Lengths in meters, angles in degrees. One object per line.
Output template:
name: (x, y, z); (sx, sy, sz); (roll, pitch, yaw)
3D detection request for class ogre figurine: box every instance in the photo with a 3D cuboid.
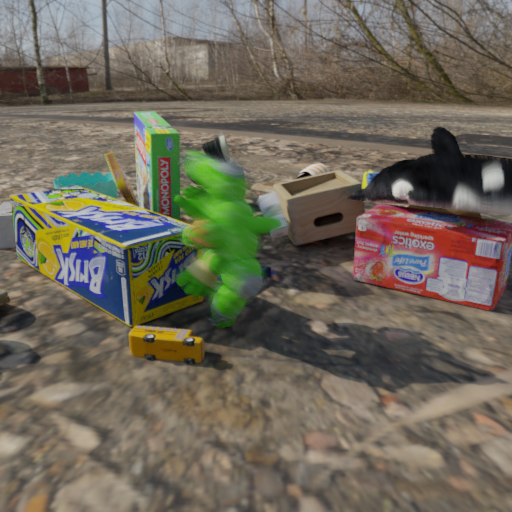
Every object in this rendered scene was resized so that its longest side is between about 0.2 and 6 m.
ogre figurine: (-0.510, -0.345, 8.249); (1.323, 2.696, 1.616); (13, -13, -23)

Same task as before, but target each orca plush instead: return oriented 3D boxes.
orca plush: (3.411, -1.596, 10.307); (2.104, 1.422, 3.999); (5, 5, -17)

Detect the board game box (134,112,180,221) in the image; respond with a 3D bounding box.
board game box: (-2.244, -1.645, 12.462); (0.583, 2.697, 4.008); (-4, 20, -15)

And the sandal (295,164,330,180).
sandal: (2.038, -2.618, 17.959); (1.002, 0.750, 2.616); (17, 26, 39)

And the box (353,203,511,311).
box: (3.181, -0.061, 10.171); (2.582, 1.287, 1.233); (12, 23, 30)

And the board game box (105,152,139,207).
board game box: (-2.801, -1.486, 11.901); (0.244, 0.778, 1.628); (-22, -17, -8)

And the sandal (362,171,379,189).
sandal: (3.672, -2.258, 17.186); (0.740, 0.676, 1.701); (12, 24, 18)

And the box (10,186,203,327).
box: (-2.904, -0.196, 10.372); (1.531, 1.405, 4.371); (-18, 26, -41)

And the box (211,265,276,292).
box: (-0.330, 0.360, 10.597); (0.861, 0.230, 1.421); (12, 22, 30)

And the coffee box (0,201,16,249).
coffee box: (-5.595, -0.736, 12.794); (0.541, 0.766, 1.356); (-5, 20, -13)

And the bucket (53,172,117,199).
bucket: (-4.357, -1.505, 14.466); (1.645, 1.070, 1.645); (0, 20, 0)

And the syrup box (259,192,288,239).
syrup box: (0.359, -0.860, 11.773); (0.354, 0.366, 0.900); (-17, 64, -7)

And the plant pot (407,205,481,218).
plant pot: (3.564, -0.578, 11.662); (1.624, 1.514, 1.514); (-17, 23, -10)

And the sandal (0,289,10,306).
sandal: (-5.475, 0.463, 9.429); (3.012, 0.813, 1.210); (11, 23, 29)

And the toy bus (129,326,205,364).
toy bus: (-1.256, 1.254, 7.958); (1.082, 0.352, 0.424); (3, 19, 10)

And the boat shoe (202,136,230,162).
boat shoe: (-0.982, -2.225, 15.075); (0.740, 2.231, 0.834); (-9, 55, 2)

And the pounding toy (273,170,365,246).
pounding toy: (1.713, -0.951, 12.824); (2.146, 1.526, 1.976); (-13, 20, -4)
